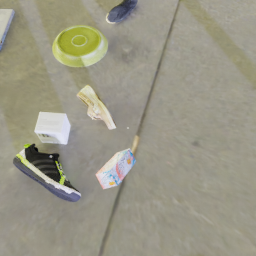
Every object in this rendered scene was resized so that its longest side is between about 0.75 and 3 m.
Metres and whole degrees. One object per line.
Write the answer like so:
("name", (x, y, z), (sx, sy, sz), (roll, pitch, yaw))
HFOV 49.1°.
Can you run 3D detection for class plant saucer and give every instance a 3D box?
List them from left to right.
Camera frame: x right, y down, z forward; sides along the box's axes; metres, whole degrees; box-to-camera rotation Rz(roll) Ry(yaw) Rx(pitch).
("plant saucer", (-1.758, -3.088, 10.194), (2.043, 0.317, 2.043), (0, 60, 0))

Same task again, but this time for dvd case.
("dvd case", (-5.397, -3.770, 10.651), (1.603, 0.197, 2.246), (3, 60, 1))

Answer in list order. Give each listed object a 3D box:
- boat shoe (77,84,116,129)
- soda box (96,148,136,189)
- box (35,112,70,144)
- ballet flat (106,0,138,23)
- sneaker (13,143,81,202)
("boat shoe", (-0.982, -0.555, 8.607), (0.582, 0.649, 1.753), (-34, 62, -5))
("soda box", (-0.217, 0.807, 5.727), (0.373, 1.092, 0.347), (-21, 100, 26))
("box", (-2.165, 0.010, 8.137), (0.773, 0.777, 0.665), (4, 63, 3))
("ballet flat", (-0.249, -4.654, 11.094), (1.740, 0.578, 0.494), (-47, 27, -23))
("sneaker", (-2.073, 1.082, 7.502), (2.253, 0.808, 0.933), (29, 64, 16))
